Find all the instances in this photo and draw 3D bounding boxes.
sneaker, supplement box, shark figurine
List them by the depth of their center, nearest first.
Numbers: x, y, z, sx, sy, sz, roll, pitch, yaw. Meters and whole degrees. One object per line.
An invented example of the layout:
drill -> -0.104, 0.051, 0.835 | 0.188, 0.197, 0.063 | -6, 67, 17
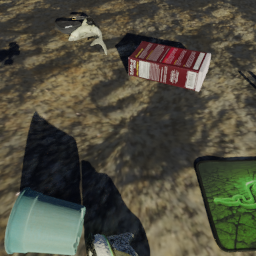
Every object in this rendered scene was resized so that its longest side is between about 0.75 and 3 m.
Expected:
sneaker -> 0.186, 2.666, 4.618 | 1.070, 0.929, 2.416 | -12, 46, -27
supplement box -> 1.469, -2.263, 10.029 | 2.625, 0.799, 1.428 | 17, 45, 17
shark figurine -> -1.442, -3.921, 11.955 | 2.186, 0.912, 1.306 | 29, 83, 38

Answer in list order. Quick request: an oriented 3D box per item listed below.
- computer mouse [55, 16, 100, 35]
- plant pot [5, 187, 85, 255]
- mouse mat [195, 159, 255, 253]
computer mouse -> -2.340, -4.454, 12.282 | 2.041, 0.470, 1.433 | 3, 1, 5
plant pot -> -1.487, 1.842, 5.323 | 1.191, 1.216, 1.216 | 11, 43, -1
mouse mat -> 3.162, 1.589, 6.320 | 2.917, 0.110, 2.347 | -1, 42, -3
